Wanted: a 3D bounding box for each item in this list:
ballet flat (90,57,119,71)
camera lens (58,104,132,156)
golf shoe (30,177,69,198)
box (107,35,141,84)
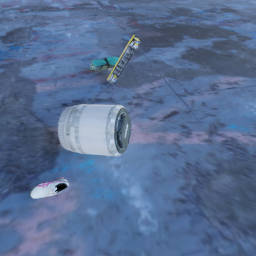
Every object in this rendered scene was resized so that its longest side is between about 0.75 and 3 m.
[{"bbox_3d":[-0.949,-2.691,11.873,1.528,0.567,0.567,-12,35,-33],"label":"ballet flat"},{"bbox_3d":[-0.772,0.041,7.013,1.566,1.253,1.253,2,33,19],"label":"camera lens"},{"bbox_3d":[-1.658,1.285,5.928,0.807,0.293,0.371,-20,15,-18],"label":"golf shoe"},{"bbox_3d":[-0.141,-2.655,10.853,0.410,1.660,1.325,32,33,-6],"label":"box"}]
